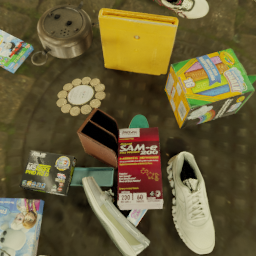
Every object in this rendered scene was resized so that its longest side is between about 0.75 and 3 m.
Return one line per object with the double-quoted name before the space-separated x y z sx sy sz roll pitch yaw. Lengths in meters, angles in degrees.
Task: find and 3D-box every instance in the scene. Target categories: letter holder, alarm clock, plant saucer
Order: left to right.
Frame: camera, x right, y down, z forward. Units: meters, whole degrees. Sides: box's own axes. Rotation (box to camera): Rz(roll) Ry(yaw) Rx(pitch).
"alarm clock" -2.478 -3.393 10.274 1.966 0.970 2.915 32 74 12
"plant saucer" -1.252 1.501 8.566 1.650 0.157 0.577 -1 67 8
"letter holder" -0.616 0.399 8.227 1.262 1.776 0.893 31 70 11

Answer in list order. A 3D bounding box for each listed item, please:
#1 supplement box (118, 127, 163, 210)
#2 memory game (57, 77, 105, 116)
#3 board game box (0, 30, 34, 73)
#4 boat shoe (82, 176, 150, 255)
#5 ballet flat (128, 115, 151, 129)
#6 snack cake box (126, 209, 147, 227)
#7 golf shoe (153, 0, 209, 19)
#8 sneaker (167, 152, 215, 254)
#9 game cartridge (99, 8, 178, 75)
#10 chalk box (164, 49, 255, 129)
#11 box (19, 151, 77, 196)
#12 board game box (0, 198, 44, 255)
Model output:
"supplement box" 0.325 1.081 7.688 1.175 0.657 2.159 -3 62 4
"memory game" -1.017 -0.700 6.074 1.104 0.070 1.104 -5 54 8
"board game box" -4.543 -2.878 10.365 1.618 0.296 1.224 27 71 11
"boat shoe" -0.424 2.406 7.907 0.824 0.947 2.570 -32 75 -19
"ballet flat" 0.336 0.746 8.607 0.778 0.783 2.289 -1 66 3
"snack cake box" 0.383 2.302 8.085 0.352 0.602 1.046 33 71 12
"golf shoe" 1.597 -3.697 8.348 1.960 0.757 0.863 11 31 -16
"sneaker" 1.779 2.039 7.911 1.078 1.162 2.868 -10 70 -6
"game cartridge" 0.289 -2.649 9.042 2.267 2.572 0.417 9 70 3
"chalk box" 2.761 -1.305 9.006 2.654 1.657 1.645 -16 69 -8
"box" -2.418 1.361 8.527 1.464 0.324 1.173 7 69 10
"board game box" -3.691 3.135 7.792 2.318 0.503 2.307 2 69 1
